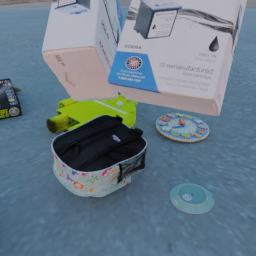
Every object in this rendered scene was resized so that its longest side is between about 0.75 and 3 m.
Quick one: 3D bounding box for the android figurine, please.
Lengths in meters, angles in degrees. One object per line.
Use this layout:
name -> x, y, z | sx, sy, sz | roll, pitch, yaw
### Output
android figurine -> -0.954, -0.436, 8.810 | 2.935, 0.603, 2.671 | -27, 38, -37

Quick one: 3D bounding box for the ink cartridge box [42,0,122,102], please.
ink cartridge box -> -0.997, -2.510, 7.265 | 1.286, 2.193, 2.995 | -4, 66, 10

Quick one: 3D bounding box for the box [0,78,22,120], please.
box -> -4.677, -0.960, 9.573 | 1.645, 0.455, 2.054 | -13, 40, -25

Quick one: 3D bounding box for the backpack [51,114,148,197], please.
backpack -> -0.684, 0.631, 5.946 | 1.792, 1.349, 1.591 | -21, 45, -40

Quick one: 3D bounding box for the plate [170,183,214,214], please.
plate -> 1.339, 1.424, 5.861 | 0.918, 0.117, 0.918 | 1, 29, 0

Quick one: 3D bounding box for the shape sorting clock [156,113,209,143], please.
shape sorting clock -> 1.627, -0.061, 8.386 | 1.582, 0.310, 1.582 | 0, 29, 0

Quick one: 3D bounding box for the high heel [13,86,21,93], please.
high heel -> -4.674, -1.277, 10.733 | 1.083, 0.387, 0.772 | 2, 52, -23

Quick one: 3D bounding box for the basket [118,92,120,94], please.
basket -> -0.522, -1.992, 11.125 | 1.668, 1.135, 1.504 | 7, 59, 25

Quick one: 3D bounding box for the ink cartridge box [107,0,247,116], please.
ink cartridge box -> 0.629, -1.119, 3.322 | 1.240, 1.693, 0.727 | 13, -6, 23
